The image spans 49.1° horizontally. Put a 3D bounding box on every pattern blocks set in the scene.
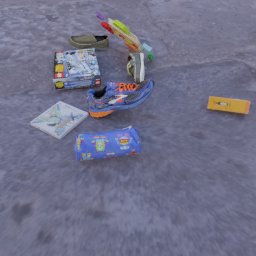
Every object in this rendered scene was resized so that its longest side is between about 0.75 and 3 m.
[{"bbox_3d":[-0.089,-3.798,11.533,2.912,0.236,2.560,38,4,1],"label":"pattern blocks set"}]

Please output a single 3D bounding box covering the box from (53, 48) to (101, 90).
[{"bbox_3d":[-2.018,-2.356,10.915,1.687,0.491,2.464,-7,38,-7],"label":"box"}]

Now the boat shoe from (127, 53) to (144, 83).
[{"bbox_3d":[0.287,-2.304,10.809,0.651,0.778,2.177,2,35,0],"label":"boat shoe"}]

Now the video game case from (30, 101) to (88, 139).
[{"bbox_3d":[-2.172,-0.293,8.952,1.250,0.151,1.371,22,46,24],"label":"video game case"}]

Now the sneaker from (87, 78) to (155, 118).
[{"bbox_3d":[-0.292,-1.047,8.652,2.301,0.902,0.867,-19,30,13],"label":"sneaker"}]

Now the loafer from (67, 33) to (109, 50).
[{"bbox_3d":[-1.711,-3.900,12.338,1.943,0.677,0.731,-8,59,-28],"label":"loafer"}]

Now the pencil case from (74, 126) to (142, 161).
[{"bbox_3d":[-0.529,0.410,7.462,1.812,0.787,0.707,-7,5,-9],"label":"pencil case"}]

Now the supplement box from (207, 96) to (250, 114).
[{"bbox_3d":[3.277,-0.767,9.169,1.269,0.422,0.436,9,14,12],"label":"supplement box"}]
